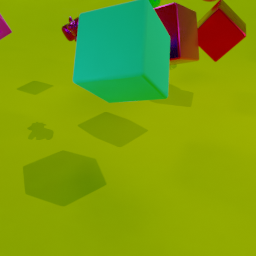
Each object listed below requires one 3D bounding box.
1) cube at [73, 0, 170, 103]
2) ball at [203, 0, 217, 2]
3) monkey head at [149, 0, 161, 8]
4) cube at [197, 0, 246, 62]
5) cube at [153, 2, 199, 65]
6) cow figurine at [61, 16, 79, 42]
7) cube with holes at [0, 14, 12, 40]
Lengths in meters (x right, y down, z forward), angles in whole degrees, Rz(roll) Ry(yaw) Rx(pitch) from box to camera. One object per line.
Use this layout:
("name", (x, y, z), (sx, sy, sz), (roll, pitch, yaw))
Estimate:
("cube", (-0.044, -1.082, 4.300), (1.100, 1.100, 1.100), (-2, -12, 25))
("ball", (2.847, -4.957, 9.526), (1.228, 1.228, 1.228), (0, 34, 0))
("monkey head", (0.646, -4.066, 8.623), (0.794, 0.665, 1.103), (32, 7, 35))
("cube", (2.502, -2.693, 7.753), (1.042, 1.042, 1.042), (40, 40, -10))
("cube", (0.811, -1.917, 6.004), (1.062, 1.062, 1.062), (-1, 9, 35))
("cow figurine", (-0.948, -2.074, 5.721), (0.906, 0.497, 0.891), (-22, 30, 16))
("cube with holes", (-2.821, -1.906, 4.366), (1.142, 1.142, 1.142), (-35, 76, -4))
